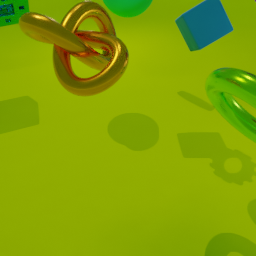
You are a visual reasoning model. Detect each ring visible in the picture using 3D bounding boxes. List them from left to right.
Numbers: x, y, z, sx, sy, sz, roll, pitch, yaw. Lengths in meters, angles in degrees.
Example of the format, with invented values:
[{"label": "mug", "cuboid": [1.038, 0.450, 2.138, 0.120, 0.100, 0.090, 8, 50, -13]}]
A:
[{"label": "ring", "cuboid": [1.715, -0.203, 3.800, 0.321, 1.605, 1.605, -47, 47, 0]}]

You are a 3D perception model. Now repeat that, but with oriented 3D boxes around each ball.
[{"label": "ball", "cuboid": [-0.007, -3.476, 6.931, 1.385, 1.385, 1.385, 0, 36, 0]}]

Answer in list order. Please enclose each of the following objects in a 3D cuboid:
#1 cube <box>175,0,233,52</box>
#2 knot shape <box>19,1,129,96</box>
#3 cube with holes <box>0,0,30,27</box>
[{"label": "cube", "cuboid": [1.731, -2.386, 6.488, 0.865, 0.865, 0.865, -30, 12, 5]}, {"label": "knot shape", "cuboid": [-0.624, -0.990, 3.199, 1.202, 0.593, 1.284, 16, 46, -18]}, {"label": "cube with holes", "cuboid": [-3.487, -3.666, 7.561, 1.224, 1.224, 1.224, -20, 78, -21]}]
